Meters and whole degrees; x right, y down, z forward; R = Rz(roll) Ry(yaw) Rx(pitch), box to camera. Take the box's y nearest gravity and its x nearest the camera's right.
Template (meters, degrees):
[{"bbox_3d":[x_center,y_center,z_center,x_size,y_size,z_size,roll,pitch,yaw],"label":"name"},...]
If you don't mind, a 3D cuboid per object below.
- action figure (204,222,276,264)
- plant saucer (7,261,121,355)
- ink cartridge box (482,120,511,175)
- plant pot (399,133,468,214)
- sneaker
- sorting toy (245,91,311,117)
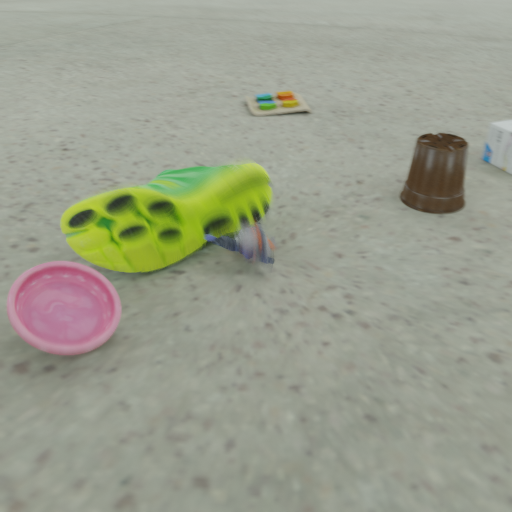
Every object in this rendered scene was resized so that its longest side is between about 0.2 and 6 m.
[{"bbox_3d":[-0.171,-0.290,8.500,1.104,0.577,1.068,20,2,2],"label":"action figure"},{"bbox_3d":[-2.360,0.672,6.907,1.327,0.336,1.327,15,46,-16],"label":"plant saucer"},{"bbox_3d":[5.501,-2.240,11.663,0.837,0.852,1.157,-11,34,-18],"label":"ink cartridge box"},{"bbox_3d":[3.310,-1.543,10.232,1.197,1.185,1.197,0,33,0],"label":"plant pot"},{"bbox_3d":[-1.377,-0.657,8.903,3.511,1.300,1.467,-18,18,-35],"label":"sneaker"},{"bbox_3d":[0.580,-4.230,15.423,1.648,0.301,1.525,-4,32,-7],"label":"sorting toy"}]
